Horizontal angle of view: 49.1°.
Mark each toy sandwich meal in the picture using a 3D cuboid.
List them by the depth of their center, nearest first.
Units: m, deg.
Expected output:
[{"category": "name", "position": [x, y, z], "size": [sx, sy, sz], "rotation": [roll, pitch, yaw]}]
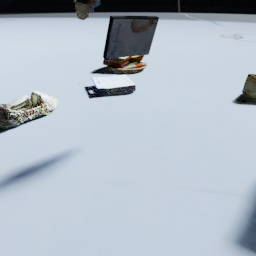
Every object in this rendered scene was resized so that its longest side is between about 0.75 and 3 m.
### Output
[{"category": "toy sandwich meal", "position": [-0.099, -2.936, 12.225], "size": [1.936, 0.663, 1.936], "rotation": [0, 26, 0]}]

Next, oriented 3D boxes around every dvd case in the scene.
[{"category": "dvd case", "position": [0.073, -2.019, 6.218], "size": [1.294, 0.923, 0.114], "rotation": [-15, 47, -34]}]

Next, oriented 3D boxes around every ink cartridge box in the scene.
[{"category": "ink cartridge box", "position": [-0.541, -1.524, 9.811], "size": [1.337, 0.271, 1.335], "rotation": [-7, 27, -13]}]

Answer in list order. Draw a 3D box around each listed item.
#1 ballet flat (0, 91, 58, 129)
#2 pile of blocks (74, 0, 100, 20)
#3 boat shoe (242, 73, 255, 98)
[{"category": "ballet flat", "position": [-2.604, -0.610, 7.525], "size": [0.773, 0.653, 2.044], "rotation": [25, 34, 19]}, {"category": "pile of blocks", "position": [-0.774, -4.074, 7.946], "size": [0.681, 2.190, 0.899], "rotation": [31, 17, 32]}, {"category": "boat shoe", "position": [4.909, -1.341, 8.867], "size": [2.344, 0.778, 0.868], "rotation": [3, 26, 5]}]
